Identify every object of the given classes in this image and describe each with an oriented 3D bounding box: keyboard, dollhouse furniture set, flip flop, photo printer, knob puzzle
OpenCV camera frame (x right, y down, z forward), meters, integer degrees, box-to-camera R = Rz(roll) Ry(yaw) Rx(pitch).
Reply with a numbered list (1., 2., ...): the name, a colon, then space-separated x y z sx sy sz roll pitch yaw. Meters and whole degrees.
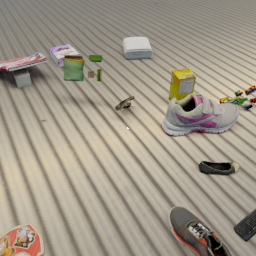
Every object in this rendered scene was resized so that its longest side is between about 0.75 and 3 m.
1. keyboard: 3.438 2.606 7.405 1.191 0.123 0.757 -26 47 -27
2. dollhouse furniture set: -1.750 -2.273 10.680 1.518 0.994 0.762 1 11 -6
3. flip flop: -0.086 -0.915 11.015 0.501 0.356 1.235 -24 14 34
4. photo printer: 0.487 -4.459 15.403 1.495 0.624 1.797 -3 41 -4
5. knob puzzle: -2.740 2.934 6.939 1.519 0.211 1.519 0 40 0

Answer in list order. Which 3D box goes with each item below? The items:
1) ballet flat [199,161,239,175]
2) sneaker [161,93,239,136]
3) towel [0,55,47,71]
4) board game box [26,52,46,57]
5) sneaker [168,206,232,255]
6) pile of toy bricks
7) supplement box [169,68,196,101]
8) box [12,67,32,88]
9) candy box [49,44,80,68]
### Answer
1. ballet flat: 2.885 1.228 8.845 1.285 0.365 0.427 -1 40 -2
2. sneaker: 2.741 -0.587 10.257 2.988 1.318 1.215 -9 41 -11
3. towel: -5.271 -3.100 13.315 1.928 0.304 2.676 -27 29 -35
4. board game box: -4.901 -3.754 14.936 0.760 0.157 0.761 31 49 31
5. sneaker: 1.832 2.622 6.763 0.852 0.906 2.212 -22 45 -24
6. pile of toy bricks: 4.499 -1.142 11.510 1.556 0.863 0.768 -28 17 -7
7. supplement box: 2.199 -1.638 11.469 0.749 1.377 0.754 -10 41 -13
8. box: -4.929 -2.393 12.994 0.664 0.566 1.039 -17 43 -19
9. candy box: -3.328 -3.829 14.741 1.205 0.514 1.437 -21 44 -23
